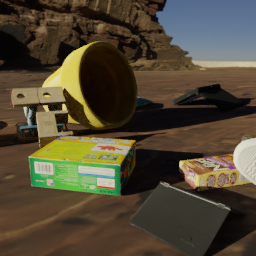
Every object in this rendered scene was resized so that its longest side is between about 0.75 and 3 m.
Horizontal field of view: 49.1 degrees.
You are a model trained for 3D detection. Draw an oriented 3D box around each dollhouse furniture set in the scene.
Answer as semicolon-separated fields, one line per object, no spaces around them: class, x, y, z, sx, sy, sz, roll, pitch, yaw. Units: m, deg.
dollhouse furniture set;-2.358;0.030;7.601;1.393;1.401;1.988;-5;45;-19

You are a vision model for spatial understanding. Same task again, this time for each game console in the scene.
game console;4.029;-1.279;14.090;2.400;1.588;2.729;-28;-7;40

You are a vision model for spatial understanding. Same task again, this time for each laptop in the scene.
laptop;0.932;1.341;4.208;1.193;0.738;1.274;14;-8;43

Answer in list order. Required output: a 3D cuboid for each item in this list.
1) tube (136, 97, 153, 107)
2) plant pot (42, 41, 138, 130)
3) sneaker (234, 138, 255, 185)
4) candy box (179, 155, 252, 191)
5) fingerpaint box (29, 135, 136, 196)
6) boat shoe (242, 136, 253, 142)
tube;0.224;-1.264;13.441;1.026;0.668;2.650;17;16;27
plant pot;-1.488;-1.240;9.556;2.592;2.755;2.755;-7;7;39
sneaker;3.078;0.518;5.518;2.646;0.974;1.561;8;19;-9
candy box;1.742;0.857;5.519;1.261;0.356;0.736;-6;16;-16
fingerpaint box;-0.810;0.683;5.606;1.728;0.634;1.441;3;16;11
boat shoe;3.514;0.363;7.645;0.772;0.254;0.276;6;15;22
